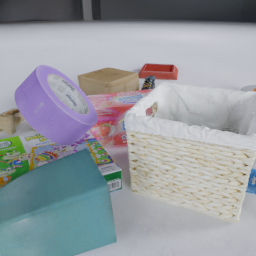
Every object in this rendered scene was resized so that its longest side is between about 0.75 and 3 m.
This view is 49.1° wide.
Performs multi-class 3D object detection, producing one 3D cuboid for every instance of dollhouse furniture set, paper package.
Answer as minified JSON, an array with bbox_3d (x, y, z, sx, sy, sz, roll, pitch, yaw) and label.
[{"bbox_3d":[-3.494,-0.842,9.179,1.974,1.608,1.877,8,25,22],"label":"dollhouse furniture set"},{"bbox_3d":[-0.841,-1.832,12.038,1.905,1.034,1.999,19,32,33],"label":"paper package"}]

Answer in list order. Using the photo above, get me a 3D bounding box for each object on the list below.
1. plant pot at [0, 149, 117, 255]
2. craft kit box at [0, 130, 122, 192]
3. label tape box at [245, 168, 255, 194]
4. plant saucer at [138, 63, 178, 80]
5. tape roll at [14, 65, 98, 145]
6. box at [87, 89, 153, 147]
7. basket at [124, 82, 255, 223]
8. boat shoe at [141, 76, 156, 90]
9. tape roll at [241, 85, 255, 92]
[{"bbox_3d":[-1.379,1.495,5.063,1.915,1.354,1.353,-16,30,-18],"label":"plant pot"},{"bbox_3d":[-1.984,0.909,6.963,2.831,0.687,2.796,-13,26,-24],"label":"craft kit box"},{"bbox_3d":[3.571,1.211,6.467,1.538,0.487,1.109,14,29,25],"label":"label tape box"},{"bbox_3d":[1.685,-3.174,15.502,2.160,0.397,2.164,5,26,9],"label":"plant saucer"},{"bbox_3d":[-1.613,-0.535,6.493,0.774,1.821,1.821,-41,22,15],"label":"tape roll"},{"bbox_3d":[0.092,-0.361,8.607,2.564,1.316,1.214,-6,26,-8],"label":"box"},{"bbox_3d":[1.523,0.333,6.430,2.601,2.091,2.577,12,28,21],"label":"basket"},{"bbox_3d":[0.823,-1.799,12.308,0.566,0.727,1.601,9,27,17],"label":"boat shoe"},{"bbox_3d":[5.430,-1.237,11.370,1.677,0.554,1.677,1,27,0],"label":"tape roll"}]
